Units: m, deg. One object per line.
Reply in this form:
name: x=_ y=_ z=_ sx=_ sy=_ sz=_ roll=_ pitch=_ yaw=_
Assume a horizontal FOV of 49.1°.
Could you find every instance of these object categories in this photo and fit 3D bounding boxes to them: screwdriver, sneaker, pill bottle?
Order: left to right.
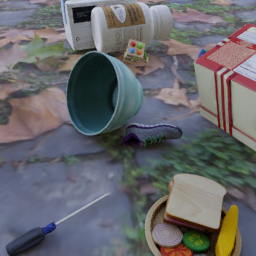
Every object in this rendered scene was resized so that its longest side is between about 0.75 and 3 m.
screwdriver: x=-1.211 y=1.704 z=5.262 sx=2.143 sy=0.312 sz=0.299 roll=-28 pitch=48 yaw=-26
pill bottle: x=0.141 y=-3.888 z=10.745 sx=2.860 sy=1.635 sz=1.635 roll=-13 pitch=40 yaw=-14
sneaker: x=0.585 y=0.271 z=7.005 sx=1.506 sy=0.561 sz=0.659 roll=1 pitch=48 yaw=19

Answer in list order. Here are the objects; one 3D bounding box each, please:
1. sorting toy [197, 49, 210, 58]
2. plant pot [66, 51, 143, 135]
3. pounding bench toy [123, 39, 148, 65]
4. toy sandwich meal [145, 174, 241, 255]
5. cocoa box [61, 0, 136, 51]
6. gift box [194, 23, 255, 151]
sorting toy: x=3.012 y=-2.474 z=10.432 sx=0.901 sy=0.615 sz=1.499 roll=31 pitch=34 yaw=13
plant pot: x=-0.473 y=-0.861 z=7.401 sx=1.386 sy=2.069 sz=2.069 roll=-1 pitch=29 yaw=-47
pounding bench toy: x=0.389 y=-2.700 z=10.098 sx=0.934 sy=0.729 sz=0.580 roll=11 pitch=77 yaw=-12
toy sandwich meal: x=1.195 y=1.681 z=5.035 sx=1.897 sy=0.650 sz=1.897 roll=0 pitch=38 yaw=0
cocoa box: x=-1.254 y=-4.639 z=11.938 sx=2.826 sy=1.885 sz=1.855 roll=-13 pitch=36 yaw=-16
gift box: x=3.310 y=-1.012 z=7.047 sx=2.419 sy=2.258 sz=2.232 roll=-31 pitch=45 yaw=-9
